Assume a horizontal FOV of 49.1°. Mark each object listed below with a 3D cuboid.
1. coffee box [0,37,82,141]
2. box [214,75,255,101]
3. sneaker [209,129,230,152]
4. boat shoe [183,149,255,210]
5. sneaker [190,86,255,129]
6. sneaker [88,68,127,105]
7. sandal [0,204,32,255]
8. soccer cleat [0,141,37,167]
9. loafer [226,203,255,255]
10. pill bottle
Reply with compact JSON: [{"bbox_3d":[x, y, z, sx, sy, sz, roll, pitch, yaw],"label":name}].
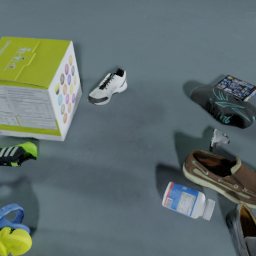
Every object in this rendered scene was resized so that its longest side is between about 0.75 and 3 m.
[{"bbox_3d":[-3.245,-1.356,9.593,2.519,2.491,2.515,6,50,6],"label":"coffee box"},{"bbox_3d":[4.333,-1.537,11.479,1.390,0.345,1.380,34,53,30],"label":"box"},{"bbox_3d":[3.097,0.463,9.410,0.615,0.399,1.064,18,46,14],"label":"sneaker"},{"bbox_3d":[3.018,1.402,7.937,2.942,1.088,1.086,16,47,16],"label":"boat shoe"},{"bbox_3d":[3.403,-0.773,10.268,2.556,0.964,1.013,25,52,24],"label":"sneaker"},{"bbox_3d":[-0.817,-1.644,10.919,0.809,0.878,2.195,25,44,21],"label":"sneaker"},{"bbox_3d":[-3.696,2.493,6.970,2.699,1.073,1.175,4,38,-7],"label":"sandal"},{"bbox_3d":[-3.763,0.940,8.791,1.786,0.603,0.724,-15,48,-19],"label":"soccer cleat"},{"bbox_3d":[3.026,2.803,6.758,0.747,0.742,2.052,-10,46,-11],"label":"loafer"},{"bbox_3d":[1.645,2.004,7.594,1.285,0.721,0.721,18,47,17],"label":"pill bottle"}]
